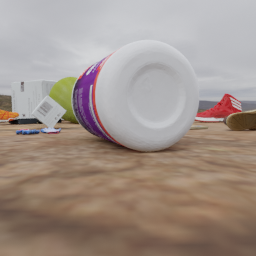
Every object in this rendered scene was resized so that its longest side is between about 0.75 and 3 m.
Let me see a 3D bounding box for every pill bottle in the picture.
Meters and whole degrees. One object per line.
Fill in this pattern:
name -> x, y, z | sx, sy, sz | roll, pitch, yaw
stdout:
pill bottle -> -0.106, -0.481, 4.677 | 1.461, 1.461, 2.598 | -1, 4, -22

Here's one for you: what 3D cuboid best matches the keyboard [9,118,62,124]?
keyboard -> -3.698, -0.303, 11.516 | 1.196, 0.255, 1.991 | 3, 6, 39

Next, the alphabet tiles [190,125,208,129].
alphabet tiles -> 0.469, -0.041, 8.532 | 2.970, 0.112, 2.482 | -2, 5, -29

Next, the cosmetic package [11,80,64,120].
cosmetic package -> -4.399, -1.371, 14.351 | 2.410, 1.987, 1.989 | 2, 5, 34

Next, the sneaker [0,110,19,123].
sneaker -> -4.724, -0.490, 10.298 | 0.604, 0.638, 1.655 | -7, 3, 31

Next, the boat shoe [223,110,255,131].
boat shoe -> 3.481, -0.229, 7.649 | 1.749, 0.631, 0.630 | -6, 5, -2

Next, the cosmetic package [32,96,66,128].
cosmetic package -> -2.357, -0.460, 8.302 | 0.704, 0.704, 0.854 | 41, -10, -17

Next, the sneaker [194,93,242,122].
sneaker -> 3.974, -0.900, 12.607 | 2.212, 1.278, 0.867 | 0, 4, 1

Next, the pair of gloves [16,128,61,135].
pair of gloves -> -2.115, 0.065, 6.695 | 1.082, 0.123, 0.870 | -3, 5, -26

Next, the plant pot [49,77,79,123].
plant pot -> -2.070, -0.960, 11.564 | 1.936, 1.936, 2.069 | -2, 21, -29
